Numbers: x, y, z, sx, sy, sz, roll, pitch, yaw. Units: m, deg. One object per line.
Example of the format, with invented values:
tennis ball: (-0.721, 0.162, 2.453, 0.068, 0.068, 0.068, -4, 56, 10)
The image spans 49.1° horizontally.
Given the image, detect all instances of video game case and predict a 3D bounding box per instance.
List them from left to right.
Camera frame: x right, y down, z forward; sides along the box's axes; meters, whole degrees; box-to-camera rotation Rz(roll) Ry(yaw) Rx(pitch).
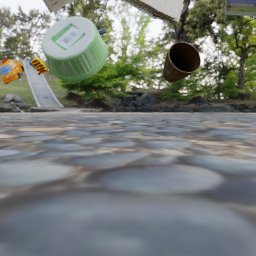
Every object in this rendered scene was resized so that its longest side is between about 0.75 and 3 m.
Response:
video game case: (3.775, -3.975, 7.758, 1.940, 1.766, 0.214, 16, 48, 24)

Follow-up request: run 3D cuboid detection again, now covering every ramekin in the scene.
ramekin: (-1.771, -2.620, 9.088, 2.052, 2.052, 1.002, 1, -27, 13)

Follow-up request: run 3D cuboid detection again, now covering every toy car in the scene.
toy car: (-2.949, -1.803, 7.915, 1.777, 0.591, 0.872, -11, 39, 26)

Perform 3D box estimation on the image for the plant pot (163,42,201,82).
plant pot: (1.861, -2.310, 10.555, 1.270, 1.270, 1.359, -1, -18, -16)

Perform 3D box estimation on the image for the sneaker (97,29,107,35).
sneaker: (-1.297, -3.716, 10.685, 1.022, 0.419, 0.359, -1, 13, 24)

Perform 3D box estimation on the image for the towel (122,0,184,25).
towel: (0.357, -1.953, 4.237, 1.018, 0.675, 0.176, 26, -39, -7)

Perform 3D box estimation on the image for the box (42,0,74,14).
box: (-1.482, -2.914, 3.887, 0.653, 2.173, 1.267, -33, 3, -6)
